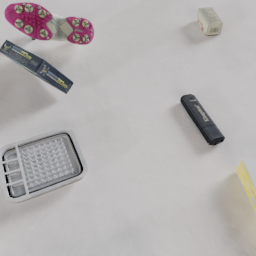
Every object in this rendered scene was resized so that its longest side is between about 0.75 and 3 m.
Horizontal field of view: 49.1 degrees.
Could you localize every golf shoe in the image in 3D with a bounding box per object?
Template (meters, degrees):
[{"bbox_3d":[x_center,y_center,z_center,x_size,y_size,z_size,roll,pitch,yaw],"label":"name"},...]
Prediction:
[{"bbox_3d":[-2.571,-3.288,9.185,2.788,1.050,1.276,8,7,-29],"label":"golf shoe"}]

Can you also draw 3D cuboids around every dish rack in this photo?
[{"bbox_3d":[-2.026,0.890,6.663,1.899,0.414,1.630,-19,52,-15],"label":"dish rack"}]

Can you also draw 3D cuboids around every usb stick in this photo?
[{"bbox_3d":[2.004,-0.265,7.678,0.499,0.293,1.799,-16,52,-12],"label":"usb stick"}]

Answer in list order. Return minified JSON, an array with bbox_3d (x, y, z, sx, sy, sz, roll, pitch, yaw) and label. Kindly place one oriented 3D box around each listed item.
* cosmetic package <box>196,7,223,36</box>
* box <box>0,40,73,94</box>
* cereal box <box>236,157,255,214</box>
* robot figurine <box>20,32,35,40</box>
[{"bbox_3d":[3.072,-4.036,10.612,0.610,0.515,1.180,-6,52,-4],"label":"cosmetic package"},{"bbox_3d":[-2.625,-1.754,8.083,1.788,1.410,0.456,30,87,29],"label":"box"},{"bbox_3d":[4.118,1.460,6.086,2.835,0.560,2.040,-7,51,-6],"label":"cereal box"},{"bbox_3d":[-3.417,-3.630,10.027,0.740,0.614,0.984,47,54,-18],"label":"robot figurine"}]
